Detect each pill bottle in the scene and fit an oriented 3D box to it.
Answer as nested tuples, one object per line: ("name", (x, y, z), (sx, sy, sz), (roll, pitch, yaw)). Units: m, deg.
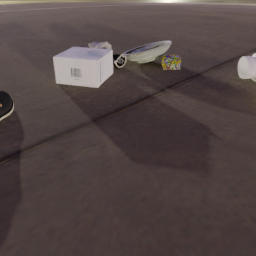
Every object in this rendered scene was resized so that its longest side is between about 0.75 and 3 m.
("pill bottle", (5.529, -2.412, 11.022), (2.124, 1.182, 1.182), (-4, 29, -5))

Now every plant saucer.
("plant saucer", (0.949, -3.564, 13.357), (2.388, 0.599, 2.388), (-14, 22, 6))

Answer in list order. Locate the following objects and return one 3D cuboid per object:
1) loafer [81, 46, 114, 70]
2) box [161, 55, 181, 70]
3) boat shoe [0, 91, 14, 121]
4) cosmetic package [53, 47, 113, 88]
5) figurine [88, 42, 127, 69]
("loafer", (-1.562, -3.180, 12.832), (0.856, 0.749, 2.382), (-25, 38, -37))
("box", (1.969, -3.013, 12.807), (0.777, 0.492, 0.807), (1, 29, -1))
("boat shoe", (-4.079, -0.578, 8.147), (0.929, 0.795, 2.539), (-1, 27, 4))
("cosmetic package", (-1.726, -2.509, 11.267), (1.803, 1.112, 1.809), (8, 28, 13))
("figurine", (-1.026, -3.420, 12.856), (1.531, 0.659, 1.493), (30, 2, -35))
